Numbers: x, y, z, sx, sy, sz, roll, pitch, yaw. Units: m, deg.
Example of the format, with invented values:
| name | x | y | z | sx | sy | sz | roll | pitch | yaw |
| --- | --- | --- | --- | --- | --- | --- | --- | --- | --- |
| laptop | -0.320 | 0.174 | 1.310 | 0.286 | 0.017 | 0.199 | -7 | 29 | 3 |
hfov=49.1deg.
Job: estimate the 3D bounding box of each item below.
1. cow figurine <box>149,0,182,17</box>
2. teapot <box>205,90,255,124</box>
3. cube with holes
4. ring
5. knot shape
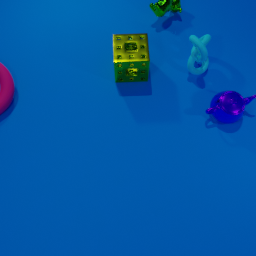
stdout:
| name | x | y | z | sx | sy | sz | roll | pitch | yaw |
| --- | --- | --- | --- | --- | --- | --- | --- | --- | --- |
| cow figurine | 1.358 | -4.212 | 9.767 | 1.089 | 1.071 | 0.598 | -54 | 39 | -7 |
| teapot | 2.983 | -0.667 | 8.112 | 1.615 | 0.791 | 1.004 | -16 | 76 | -7 |
| cube with holes | 0.088 | -2.156 | 8.702 | 1.051 | 1.051 | 1.051 | -2 | 65 | -1 |
| ring | -4.407 | -1.181 | 8.261 | 1.982 | 0.396 | 1.982 | 2 | 82 | -14 |
| knot shape | 2.213 | -2.272 | 8.741 | 0.602 | 1.219 | 1.302 | 7 | 22 | 19 |
